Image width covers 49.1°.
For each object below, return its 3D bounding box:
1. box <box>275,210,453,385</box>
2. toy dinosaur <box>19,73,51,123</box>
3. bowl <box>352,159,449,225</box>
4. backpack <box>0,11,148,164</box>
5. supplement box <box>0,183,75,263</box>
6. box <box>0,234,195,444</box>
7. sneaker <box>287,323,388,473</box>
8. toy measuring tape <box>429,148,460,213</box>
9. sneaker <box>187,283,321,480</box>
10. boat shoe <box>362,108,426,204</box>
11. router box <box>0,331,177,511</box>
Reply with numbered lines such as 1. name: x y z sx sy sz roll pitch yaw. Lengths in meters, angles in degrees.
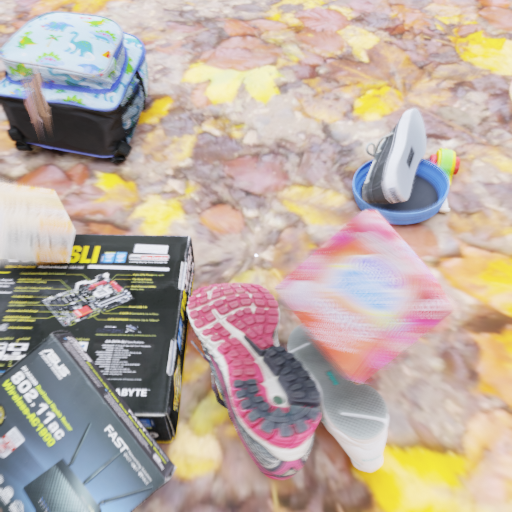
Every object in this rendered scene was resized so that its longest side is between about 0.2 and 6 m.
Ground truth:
1. box: 1.482 0.365 7.413 1.404 2.942 1.466 -41 83 14
2. toy dinosaur: -3.767 -2.632 9.475 0.363 0.573 0.845 -10 58 2
3. bowl: 2.738 -1.268 10.699 1.787 0.351 1.787 -4 46 4
4. backpack: -3.650 -3.758 11.734 2.748 2.206 3.002 8 46 2
5. supplement box: -3.429 -0.530 8.474 0.972 0.567 1.543 4 27 -35
6. box: -3.031 1.101 8.395 3.967 0.979 3.168 0 48 0
7. sneaker: 1.074 1.869 7.834 0.916 1.044 2.606 -15 31 -4
8. toy measuring tape: 3.668 -1.587 10.905 0.626 0.626 1.702 8 48 7
9. sneaker: -0.181 1.554 7.928 1.343 1.243 3.330 -7 37 -14
10. boat shoe: 2.602 -1.877 10.645 0.867 0.938 2.540 -7 46 36
11. router box: -2.306 2.273 6.654 1.675 0.695 2.236 -40 85 -4
